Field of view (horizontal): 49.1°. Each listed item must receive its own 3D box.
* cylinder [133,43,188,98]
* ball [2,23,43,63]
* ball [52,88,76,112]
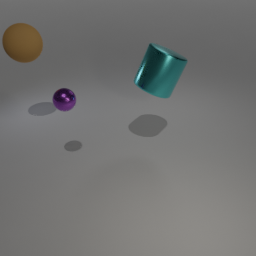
[{"bbox_3d":[1.079,-1.926,9.428,1.400,1.400,1.400,20,24,-9],"label":"cylinder"},{"bbox_3d":[-3.853,-3.112,10.284,1.400,1.400,1.400,0,29,0],"label":"ball"},{"bbox_3d":[-1.896,-0.841,8.358,0.700,0.700,0.700,0,29,0],"label":"ball"}]
